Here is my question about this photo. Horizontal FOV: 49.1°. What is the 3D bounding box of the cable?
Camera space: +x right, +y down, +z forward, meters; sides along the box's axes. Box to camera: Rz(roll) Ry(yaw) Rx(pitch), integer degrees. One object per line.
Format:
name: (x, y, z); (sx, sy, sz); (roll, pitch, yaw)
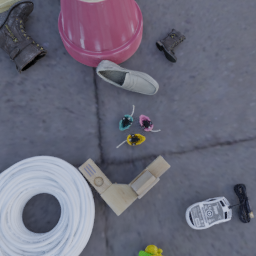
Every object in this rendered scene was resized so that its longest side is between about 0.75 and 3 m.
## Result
cable: (-2.347, 2.297, 7.508); (2.976, 1.031, 2.977); (43, 77, 13)

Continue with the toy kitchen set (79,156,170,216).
toy kitchen set: (-0.085, 1.083, 7.480); (1.898, 1.549, 1.712); (-42, 79, -7)

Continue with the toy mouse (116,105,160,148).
toy mouse: (0.241, -0.081, 8.605); (1.411, 0.273, 1.254); (-9, 74, -3)

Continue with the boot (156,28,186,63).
boot: (1.560, -2.796, 9.371); (0.942, 0.374, 1.082); (-35, 74, -9)

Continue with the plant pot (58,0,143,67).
plant pot: (-0.912, -3.637, 8.508); (2.754, 2.465, 2.754); (0, 71, 1)

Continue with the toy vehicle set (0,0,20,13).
toy vehicle set: (-4.941, -5.186, 10.113); (1.475, 0.315, 2.375); (-26, 75, -7)

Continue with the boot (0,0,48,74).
boot: (-3.395, -3.017, 9.333); (1.856, 0.738, 2.132); (40, 83, 7)

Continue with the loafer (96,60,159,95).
loafer: (-0.023, -1.468, 8.645); (2.007, 0.702, 0.700); (19, 34, -3)

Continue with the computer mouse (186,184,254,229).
computer mouse: (2.494, 2.277, 7.844); (1.959, 0.430, 1.074); (-10, 78, -9)

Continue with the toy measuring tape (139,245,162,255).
toy measuring tape: (0.757, 3.979, 6.437); (1.066, 1.066, 2.897); (0, 30, 0)
